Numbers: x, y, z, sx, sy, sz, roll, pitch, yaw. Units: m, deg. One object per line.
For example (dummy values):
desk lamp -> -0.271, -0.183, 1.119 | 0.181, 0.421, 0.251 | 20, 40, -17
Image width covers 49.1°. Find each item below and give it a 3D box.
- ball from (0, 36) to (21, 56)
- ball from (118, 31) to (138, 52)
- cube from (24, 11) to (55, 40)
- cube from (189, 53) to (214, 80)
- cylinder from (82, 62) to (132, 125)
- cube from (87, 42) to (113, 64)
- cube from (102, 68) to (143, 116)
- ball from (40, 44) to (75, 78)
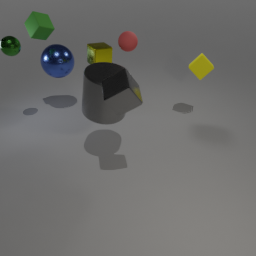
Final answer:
ball -> -4.165, -2.902, 9.927 | 0.700, 0.700, 0.700 | 0, 31, 0
ball -> -0.002, -3.079, 9.965 | 0.700, 0.700, 0.700 | 0, 31, 0
cube -> -3.349, -3.854, 10.597 | 0.700, 0.700, 0.700 | -12, 73, -52
cube -> 2.917, -2.453, 11.176 | 0.700, 0.700, 0.700 | 46, 25, -6
cylinder -> -0.671, -1.061, 8.508 | 1.400, 1.400, 1.400 | 7, 39, -6
cube -> -1.035, -2.666, 10.218 | 0.700, 0.700, 0.700 | -15, 38, -27
cube -> -0.145, -0.856, 6.764 | 0.700, 0.700, 0.700 | -26, 48, 19
ball -> -2.968, -2.817, 11.820 | 1.400, 1.400, 1.400 | 0, 31, 0
